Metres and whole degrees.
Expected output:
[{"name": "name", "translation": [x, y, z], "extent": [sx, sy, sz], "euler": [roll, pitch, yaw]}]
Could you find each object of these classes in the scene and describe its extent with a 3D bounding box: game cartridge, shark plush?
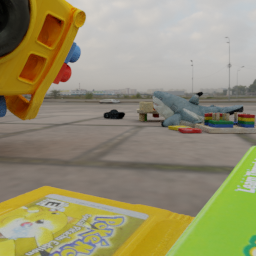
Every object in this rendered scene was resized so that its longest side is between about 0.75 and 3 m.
[{"name": "game cartridge", "translation": [-0.249, 0.547, 1.279], "extent": [1.161, 0.188, 1.024], "euler": [3, 5, 24]}, {"name": "shark plush", "translation": [1.971, -0.567, 8.191], "extent": [2.552, 1.063, 1.160], "euler": [3, 6, 28]}]

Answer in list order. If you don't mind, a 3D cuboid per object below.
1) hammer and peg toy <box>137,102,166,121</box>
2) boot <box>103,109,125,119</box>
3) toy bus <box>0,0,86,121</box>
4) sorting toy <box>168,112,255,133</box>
[{"name": "hammer and peg toy", "translation": [1.070, -0.583, 10.253], "extent": [1.512, 0.725, 2.055], "euler": [2, 6, 1]}, {"name": "boot", "translation": [-0.484, -0.589, 12.086], "extent": [0.814, 0.368, 0.994], "euler": [1, 12, 34]}, {"name": "toy bus", "translation": [-2.019, -1.034, 4.313], "extent": [2.023, 2.981, 2.862], "euler": [34, 9, 29]}, {"name": "sorting toy", "translation": [2.448, -0.158, 7.165], "extent": [2.739, 0.463, 1.320], "euler": [0, 5, -1]}]
